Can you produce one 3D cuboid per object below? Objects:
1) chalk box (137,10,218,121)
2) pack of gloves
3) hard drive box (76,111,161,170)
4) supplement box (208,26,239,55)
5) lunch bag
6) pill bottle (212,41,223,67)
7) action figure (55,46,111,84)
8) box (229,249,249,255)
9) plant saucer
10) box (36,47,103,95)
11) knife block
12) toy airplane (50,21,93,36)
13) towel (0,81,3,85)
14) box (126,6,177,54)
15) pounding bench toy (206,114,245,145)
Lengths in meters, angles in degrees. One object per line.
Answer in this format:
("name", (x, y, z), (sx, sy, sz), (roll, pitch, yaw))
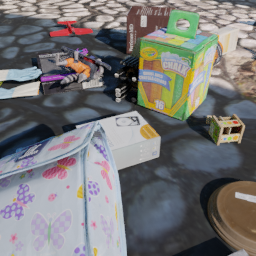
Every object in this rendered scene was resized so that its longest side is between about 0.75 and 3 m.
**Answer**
("chalk box", (1.304, -1.762, 7.468), (1.555, 2.500, 1.548), (22, 42, 28))
("pack of gloves", (-3.485, -1.257, 8.424), (1.801, 0.355, 1.513), (-6, 43, -2))
("hard drive box", (-0.236, 0.303, 6.257), (1.536, 0.590, 1.197), (-16, 38, -21))
("supplement box", (3.736, -3.441, 11.154), (1.447, 0.912, 0.532), (-25, 41, -31))
("lunch bag", (-1.121, 1.019, 3.851), (1.852, 1.388, 2.183), (-17, 51, 13))
("pill bottle", (2.636, -2.510, 9.783), (1.004, 1.004, 1.891), (25, 43, 30))
("action figure", (-1.431, -1.713, 7.941), (1.654, 0.865, 1.600), (27, 18, 17))
("box", (1.401, 2.291, 3.775), (1.159, 0.280, 0.918), (-14, 38, -19))
("plant saucer", (2.233, 1.502, 4.918), (1.611, 0.237, 1.611), (-1, 36, 1))
("box", (-2.076, -2.041, 9.604), (1.887, 0.477, 2.640), (-11, 39, -15))
("knife block", (0.449, -1.577, 8.874), (0.788, 2.163, 2.464), (18, -5, 22))
("toy airplane", (-2.755, -4.807, 13.492), (2.070, 0.381, 2.070), (1, 35, -1))
("towel", (-5.143, -0.827, 8.052), (2.001, 0.317, 2.786), (7, 37, 10))
("box", (0.950, -3.903, 11.238), (1.862, 1.545, 1.529), (5, 36, 6))
("pounding bench toy", (2.356, -0.060, 6.819), (0.654, 0.521, 0.838), (-5, 36, -7))
